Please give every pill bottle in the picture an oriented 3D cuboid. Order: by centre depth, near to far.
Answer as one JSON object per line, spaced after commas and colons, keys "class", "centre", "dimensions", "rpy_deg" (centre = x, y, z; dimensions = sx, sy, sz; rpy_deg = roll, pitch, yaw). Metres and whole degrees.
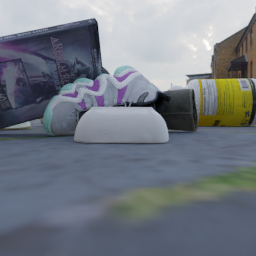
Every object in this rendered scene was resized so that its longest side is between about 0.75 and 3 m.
{"class": "pill bottle", "centre": [2.918, -0.867, 9.648], "dimensions": [2.874, 1.616, 1.616], "rpy_deg": [0, 2, 6]}

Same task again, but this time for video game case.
{"class": "video game case", "centre": [-1.570, -0.825, 4.748], "dimensions": [2.347, 1.677, 0.223], "rpy_deg": [-16, 51, -13]}

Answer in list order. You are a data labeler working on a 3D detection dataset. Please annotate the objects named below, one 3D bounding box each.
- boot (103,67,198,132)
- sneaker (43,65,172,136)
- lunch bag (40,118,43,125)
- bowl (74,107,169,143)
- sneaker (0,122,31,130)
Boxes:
{"class": "boot", "centre": [0.316, -0.606, 5.754], "dimensions": [2.038, 0.740, 1.853], "rpy_deg": [3, -41, 32]}
{"class": "sneaker", "centre": [-0.140, -0.267, 4.734], "dimensions": [1.578, 0.877, 2.256], "rpy_deg": [35, 52, 28]}
{"class": "lunch bag", "centre": [-1.807, -1.056, 9.578], "dimensions": [2.352, 1.973, 1.639], "rpy_deg": [-1, 2, -18]}
{"class": "bowl", "centre": [-0.054, -0.056, 3.825], "dimensions": [1.214, 0.453, 1.212], "rpy_deg": [2, 3, 4]}
{"class": "sneaker", "centre": [-3.403, -0.559, 6.273], "dimensions": [0.926, 1.240, 2.762], "rpy_deg": [1, 3, 30]}
